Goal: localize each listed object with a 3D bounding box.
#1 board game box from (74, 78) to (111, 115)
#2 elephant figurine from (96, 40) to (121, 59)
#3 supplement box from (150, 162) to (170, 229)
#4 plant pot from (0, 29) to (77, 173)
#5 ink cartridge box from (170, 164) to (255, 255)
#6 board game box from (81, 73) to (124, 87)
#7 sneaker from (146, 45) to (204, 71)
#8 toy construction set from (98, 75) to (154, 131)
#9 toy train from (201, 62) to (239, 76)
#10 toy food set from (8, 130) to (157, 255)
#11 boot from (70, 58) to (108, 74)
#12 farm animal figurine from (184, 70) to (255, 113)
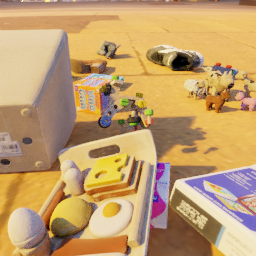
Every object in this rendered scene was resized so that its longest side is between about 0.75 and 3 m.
[{"bbox_3d":[-0.979,-0.934,8.084,0.782,0.782,0.783,10,29,19],"label":"board game box"},{"bbox_3d":[-1.005,-3.921,13.945,0.995,0.907,1.282,27,9,-9],"label":"elephant figurine"},{"bbox_3d":[0.399,1.041,4.541,0.527,0.538,1.041,3,29,8],"label":"supplement box"},{"bbox_3d":[-2.364,-0.417,5.643,2.387,2.389,2.115,-3,40,-6],"label":"plant pot"},{"bbox_3d":[2.216,1.333,3.795,2.414,0.567,2.386,0,22,-38],"label":"ink cartridge box"},{"bbox_3d":[-0.896,-1.631,9.976,1.269,0.286,0.965,10,29,18],"label":"board game box"},{"bbox_3d":[1.827,-2.990,11.980,2.616,0.869,1.184,17,29,26],"label":"sneaker"},{"bbox_3d":[-0.027,-0.525,6.039,1.188,1.094,1.424,-3,-6,8],"label":"toy construction set"},{"bbox_3d":[3.652,-2.306,11.090,0.756,0.553,1.306,-10,27,-40],"label":"toy train"},{"bbox_3d":[-0.642,0.881,3.933,1.866,0.785,2.600,-14,24,17],"label":"toy food set"},{"bbox_3d":[-1.678,-2.694,11.679,1.567,0.601,1.216,8,29,11],"label":"boot"},{"bbox_3d":[3.019,-1.294,8.485,2.018,1.052,1.996,-12,30,-22],"label":"farm animal figurine"}]
